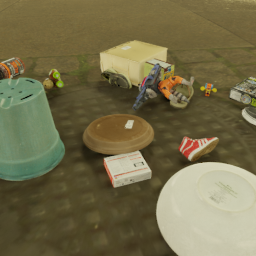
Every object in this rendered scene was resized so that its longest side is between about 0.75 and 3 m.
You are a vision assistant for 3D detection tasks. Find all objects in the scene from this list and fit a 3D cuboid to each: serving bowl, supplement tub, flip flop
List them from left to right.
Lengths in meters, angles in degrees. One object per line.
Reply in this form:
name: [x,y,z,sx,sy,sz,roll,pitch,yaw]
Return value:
supplement tub: [-5.039,-2.413,11.714,0.755,0.755,1.412,14,34,19]
flip flop: [2.079,-1.397,10.821,0.791,0.562,1.951,12,36,17]
serving bowl: [2.035,1.652,6.060,2.801,0.921,2.801,-1,35,0]

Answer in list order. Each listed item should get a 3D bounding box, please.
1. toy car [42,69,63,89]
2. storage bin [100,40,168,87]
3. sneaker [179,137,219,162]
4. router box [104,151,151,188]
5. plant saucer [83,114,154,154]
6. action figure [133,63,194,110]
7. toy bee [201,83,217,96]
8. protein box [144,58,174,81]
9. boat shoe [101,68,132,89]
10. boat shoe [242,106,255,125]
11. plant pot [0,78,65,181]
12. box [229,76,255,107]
toy car: [-3.261,-1.933,11.557,0.955,0.753,0.784,-25,30,-14]
storage bin: [0.273,-3.069,12.839,2.279,1.076,2.296,24,42,32]
sneaker: [2.045,0.468,8.210,1.238,0.441,0.696,-25,45,-28]
router box: [-0.023,1.069,7.491,1.033,0.252,0.927,-11,36,-16]
plant saucer: [-0.302,0.093,8.649,2.221,0.327,2.221,-2,27,1]
action figure: [1.147,-1.292,10.505,2.092,1.131,2.163,19,70,43]
toy bee: [3.187,-1.538,11.215,0.595,0.494,0.909,16,12,36]
protein box: [1.270,-2.200,11.589,1.024,1.016,0.691,29,44,35]
boat shoe: [-0.522,-2.009,11.727,0.592,0.643,1.800,-29,42,-22]
boat shoe: [4.754,-0.310,9.094,0.756,0.716,2.162,-19,39,-26]
plant pot: [-2.925,-0.082,7.548,2.151,2.106,2.151,0,35,0]
box: [5.218,-1.262,10.724,1.646,0.455,2.055,-28,43,-35]
